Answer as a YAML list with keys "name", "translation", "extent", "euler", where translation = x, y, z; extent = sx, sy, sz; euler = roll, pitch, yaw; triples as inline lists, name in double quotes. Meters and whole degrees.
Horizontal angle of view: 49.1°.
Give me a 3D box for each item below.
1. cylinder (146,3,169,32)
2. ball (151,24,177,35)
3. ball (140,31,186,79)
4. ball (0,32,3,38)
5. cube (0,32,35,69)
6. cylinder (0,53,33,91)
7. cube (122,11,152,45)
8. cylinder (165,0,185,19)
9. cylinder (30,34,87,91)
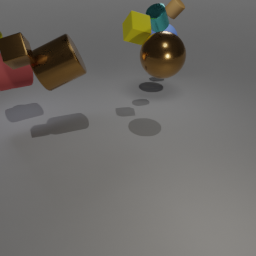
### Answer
- name: "cylinder"
  translation: [1.056, -3.908, 9.954]
  extent: [0.700, 0.700, 0.700]
  euler: [-8, 64, 18]
- name: "ball"
  translation: [1.591, -4.134, 12.979]
  extent: [1.400, 1.400, 1.400]
  euler: [0, 30, 0]
- name: "ball"
  translation: [1.055, -2.210, 8.519]
  extent: [1.400, 1.400, 1.400]
  euler: [0, 30, 0]
- name: "ball"
  translation: [-4.814, -3.219, 9.944]
  extent: [0.700, 0.700, 0.700]
  euler: [0, 30, 0]
- name: "cube"
  translation: [-3.206, -2.201, 8.062]
  extent: [0.700, 0.700, 0.700]
  euler: [-18, -5, -2]
- name: "cylinder"
  translation: [-4.568, -2.211, 10.784]
  extent: [1.400, 1.400, 1.400]
  euler: [-18, 34, -30]
- name: "cube"
  translation: [0.283, -3.275, 9.205]
  extent: [0.700, 0.700, 0.700]
  euler: [6, 69, -26]
- name: "cylinder"
  translation: [2.151, -5.534, 12.933]
  extent: [0.700, 0.700, 0.700]
  euler: [26, 44, -29]
- name: "cylinder"
  translation: [-2.281, -2.131, 9.170]
  extent: [1.400, 1.400, 1.400]
  euler: [-25, 31, 4]
